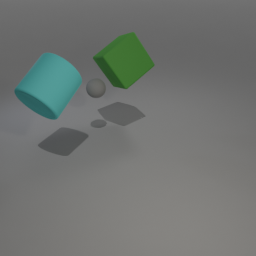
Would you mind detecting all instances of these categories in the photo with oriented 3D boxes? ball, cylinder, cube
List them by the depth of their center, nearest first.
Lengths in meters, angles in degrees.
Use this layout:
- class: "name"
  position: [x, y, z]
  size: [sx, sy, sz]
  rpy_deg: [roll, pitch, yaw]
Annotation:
- class: "cylinder"
  position: [-2.280, -1.190, 8.123]
  size: [1.400, 1.400, 1.400]
  rpy_deg: [17, 66, 28]
- class: "ball"
  position: [-1.137, -1.415, 9.965]
  size: [0.700, 0.700, 0.700]
  rpy_deg: [0, 29, 0]
- class: "cube"
  position: [-0.179, -2.414, 10.138]
  size: [1.400, 1.400, 1.400]
  rpy_deg: [-41, 23, -9]
